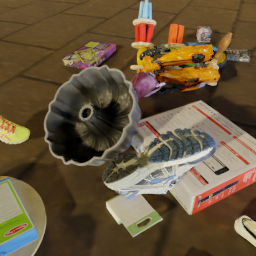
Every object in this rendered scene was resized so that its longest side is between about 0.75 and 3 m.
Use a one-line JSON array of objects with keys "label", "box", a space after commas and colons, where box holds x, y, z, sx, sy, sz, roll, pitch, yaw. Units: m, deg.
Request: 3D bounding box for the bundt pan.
[{"label": "bundt pan", "box": [-0.791, -0.200, 6.976, 2.576, 0.967, 2.576, -11, 65, 23]}]

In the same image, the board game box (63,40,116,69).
[{"label": "board game box", "box": [-1.633, -3.222, 12.249, 1.377, 0.371, 2.294, 13, 40, 22]}]

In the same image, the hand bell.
[{"label": "hand bell", "box": [3.156, -2.524, 9.956, 0.944, 1.812, 0.944, 16, 33, -11]}]

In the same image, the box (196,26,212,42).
[{"label": "box", "box": [3.776, -4.685, 13.933, 0.603, 0.524, 0.913, 2, 38, 3]}]

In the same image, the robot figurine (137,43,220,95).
[{"label": "robot figurine", "box": [1.693, -2.059, 9.906, 2.752, 0.801, 1.995, -7, 68, 4]}]

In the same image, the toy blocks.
[{"label": "toy blocks", "box": [1.212, -3.492, 10.716, 2.121, 2.544, 0.924, 4, 7, 6]}]

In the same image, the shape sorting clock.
[{"label": "shape sorting clock", "box": [-2.875, 1.947, 5.467, 2.459, 0.482, 2.459, 4, 38, -3]}]

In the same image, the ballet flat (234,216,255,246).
[{"label": "ballet flat", "box": [2.644, 2.132, 5.265, 0.467, 0.467, 1.344, -31, 48, -34]}]

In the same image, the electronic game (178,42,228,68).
[{"label": "electronic game", "box": [2.862, -3.058, 11.839, 2.589, 0.539, 2.589, 0, 38, 0]}]

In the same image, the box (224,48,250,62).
[{"label": "box", "box": [4.754, -3.206, 12.265, 1.029, 0.253, 0.830, 8, 37, 10]}]

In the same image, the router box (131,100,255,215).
[{"label": "router box", "box": [1.752, 0.517, 7.140, 2.484, 0.676, 2.767, -18, 41, -22]}]

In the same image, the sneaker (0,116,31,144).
[{"label": "sneaker", "box": [-3.306, -0.010, 7.387, 1.432, 0.647, 0.560, 14, 57, -11]}]

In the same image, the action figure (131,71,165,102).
[{"label": "action figure", "box": [0.211, -0.997, 9.031, 1.263, 1.136, 1.696, 31, 65, -5]}]

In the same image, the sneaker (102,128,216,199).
[{"label": "sneaker", "box": [0.699, 0.801, 5.736, 2.336, 0.995, 0.900, -23, 34, 16]}]

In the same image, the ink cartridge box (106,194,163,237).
[{"label": "ink cartridge box", "box": [0.116, 1.780, 5.880, 0.756, 0.249, 1.039, -22, 43, -26]}]
